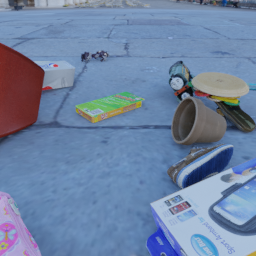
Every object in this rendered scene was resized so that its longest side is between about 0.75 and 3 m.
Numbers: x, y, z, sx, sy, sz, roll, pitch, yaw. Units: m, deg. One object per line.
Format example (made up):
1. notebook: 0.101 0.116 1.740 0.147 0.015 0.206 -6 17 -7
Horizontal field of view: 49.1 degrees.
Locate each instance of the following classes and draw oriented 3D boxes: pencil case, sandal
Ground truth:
1. pencil case: -1.757 1.786 4.065 0.896 0.896 2.050 -18 34 -31
2. sandal: 3.207 -0.501 8.831 0.861 0.575 2.108 -3 42 -21

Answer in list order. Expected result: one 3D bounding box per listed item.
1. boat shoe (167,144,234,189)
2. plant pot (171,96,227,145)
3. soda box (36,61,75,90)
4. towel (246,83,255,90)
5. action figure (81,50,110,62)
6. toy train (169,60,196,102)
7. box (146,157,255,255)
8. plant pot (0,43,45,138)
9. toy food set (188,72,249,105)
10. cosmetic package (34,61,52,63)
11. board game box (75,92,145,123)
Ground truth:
1. boat shoe: 1.659 0.716 6.345 1.828 0.660 0.662 -19 32 -32
2. plant pot: 1.922 -0.086 7.414 1.116 1.280 1.280 14 23 -19
3. soda box: -3.293 -2.006 10.842 0.795 0.855 2.505 36 34 30
4. towel: 4.895 -1.756 11.623 0.965 0.105 0.707 9 28 17
5. action figure: -1.713 -3.965 15.380 1.652 0.573 1.075 -13 23 -30
6. toy train: 1.966 -1.691 10.190 0.875 1.170 2.054 -34 16 28
7. box: 1.704 1.397 4.412 2.892 0.600 1.722 -19 21 -13
8. plant pot: -3.863 -1.107 7.939 2.520 2.523 2.223 16 8 27
9. toy food set: 2.905 -1.330 9.024 1.858 0.452 1.840 19 34 24
10. cosmetic package: -3.697 -2.467 12.230 1.555 0.805 0.568 2 27 2
11. board game box: -0.562 -0.770 9.543 2.216 0.332 1.058 -23 36 -33
